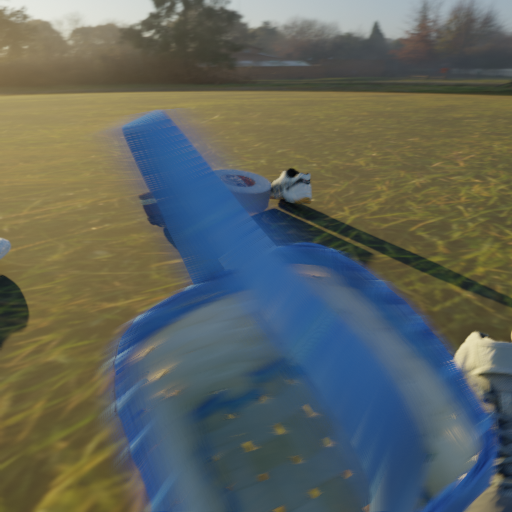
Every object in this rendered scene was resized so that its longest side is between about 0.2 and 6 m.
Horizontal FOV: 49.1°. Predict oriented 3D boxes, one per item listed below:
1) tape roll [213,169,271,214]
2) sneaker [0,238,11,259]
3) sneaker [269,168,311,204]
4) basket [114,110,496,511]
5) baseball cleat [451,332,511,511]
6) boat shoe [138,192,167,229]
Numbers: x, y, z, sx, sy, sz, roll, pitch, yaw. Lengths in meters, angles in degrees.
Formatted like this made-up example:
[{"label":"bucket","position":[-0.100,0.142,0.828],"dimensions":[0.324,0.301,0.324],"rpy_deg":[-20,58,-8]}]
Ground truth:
[{"label":"tape roll","position":[-0.430,-1.437,12.353],"dimensions":[1.488,0.491,1.488],"rpy_deg":[8,27,-4]},{"label":"sneaker","position":[-4.711,-0.130,8.661],"dimensions":[1.737,0.865,0.650],"rpy_deg":[-15,24,-38]},{"label":"sneaker","position":[0.717,-1.611,12.632],"dimensions":[0.640,0.742,1.693],"rpy_deg":[-3,12,-33]},{"label":"basket","position":[0.105,0.682,3.226],"dimensions":[1.838,2.643,2.330],"rpy_deg":[-30,47,-7]},{"label":"baseball cleat","position":[1.808,1.325,4.254],"dimensions":[0.771,1.177,2.211],"rpy_deg":[7,23,1]},{"label":"boat shoe","position":[-1.758,-0.866,10.942],"dimensions":[0.771,0.683,2.107],"rpy_deg":[-5,1,11]}]
